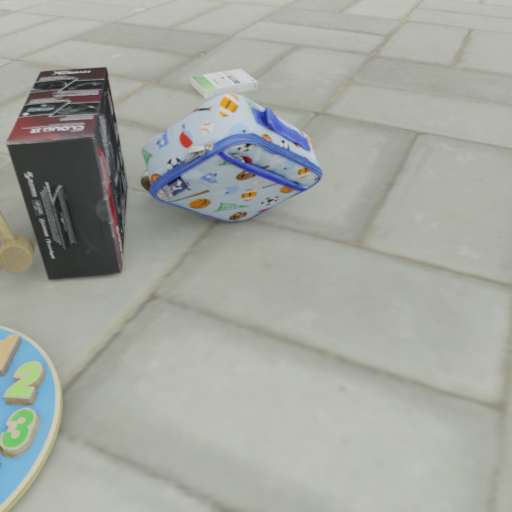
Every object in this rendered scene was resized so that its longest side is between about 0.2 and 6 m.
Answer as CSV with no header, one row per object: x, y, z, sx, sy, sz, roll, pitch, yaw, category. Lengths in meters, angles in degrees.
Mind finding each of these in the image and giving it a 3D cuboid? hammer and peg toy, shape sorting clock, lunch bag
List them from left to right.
-3.734,1.883,6.094,3.112,0.611,3.112,0,37,0,shape sorting clock
-4.715,-0.395,7.906,2.832,2.083,0.999,-10,19,-12,hammer and peg toy
-0.297,-1.405,8.565,2.127,1.003,2.654,-23,-18,30,lunch bag

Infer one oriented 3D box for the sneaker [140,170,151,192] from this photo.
-1.161,-1.678,10.239,1.993,0.699,1.081,-2,66,-22,sneaker

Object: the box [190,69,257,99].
-0.851,-4.543,14.751,1.490,0.271,1.075,-14,40,-20,box

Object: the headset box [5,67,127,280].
-2.791,-1.302,8.784,1.204,2.320,3.117,-6,38,-5,headset box
